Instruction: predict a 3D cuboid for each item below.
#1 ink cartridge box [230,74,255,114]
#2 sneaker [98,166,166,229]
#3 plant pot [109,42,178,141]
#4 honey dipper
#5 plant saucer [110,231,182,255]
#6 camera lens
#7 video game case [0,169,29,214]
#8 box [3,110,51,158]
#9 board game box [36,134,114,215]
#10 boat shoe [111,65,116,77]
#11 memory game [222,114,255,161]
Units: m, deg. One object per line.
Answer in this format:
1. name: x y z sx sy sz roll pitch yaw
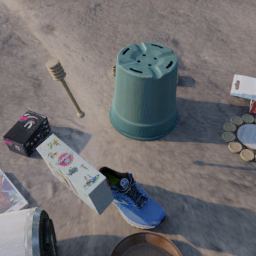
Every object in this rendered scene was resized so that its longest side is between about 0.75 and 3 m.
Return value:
1. ink cartridge box: 5.229 -1.141 10.647 2.629 0.662 1.432 16 50 15
2. sneaker: -0.018 1.853 7.682 2.339 1.043 0.919 28 54 23
3. plant pot: 0.605 -1.336 9.563 2.583 2.530 2.583 1 48 -1
4. honey dipper: -1.600 -0.949 7.483 0.367 1.933 0.367 -10 45 10
5. plant saucer: 0.441 3.467 6.694 1.906 0.349 1.906 0 47 0
6. camera lens: -2.809 2.847 6.252 2.267 1.813 1.813 -8 49 -8
7. video game case: -3.918 2.126 8.006 1.508 0.190 1.655 -36 57 -28
8. box: -3.347 0.178 9.401 0.829 0.719 1.356 17 51 15
9. board game box: -1.225 1.115 6.633 1.794 1.324 0.577 33 64 25
10. boat shoe: -0.210 -2.645 12.159 1.179 0.403 0.440 -36 57 -28
11. memory game: 4.355 0.340 9.650 2.211 0.141 2.211 0 49 0
